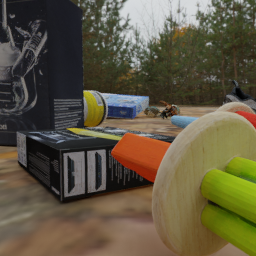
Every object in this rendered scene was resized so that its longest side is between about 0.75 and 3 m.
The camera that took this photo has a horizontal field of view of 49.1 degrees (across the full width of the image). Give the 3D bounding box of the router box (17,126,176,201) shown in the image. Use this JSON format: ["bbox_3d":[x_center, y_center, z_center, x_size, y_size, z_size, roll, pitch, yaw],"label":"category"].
[{"bbox_3d":[-0.365,0.246,2.851,1.188,0.395,1.511,-3,6,-32],"label":"router box"}]

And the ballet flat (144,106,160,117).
[{"bbox_3d":[1.139,-0.750,13.615,0.521,0.493,1.547,35,-1,-12],"label":"ballet flat"}]

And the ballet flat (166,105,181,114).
[{"bbox_3d":[2.614,-1.096,16.683,0.607,0.562,1.722,-2,5,-23],"label":"ballet flat"}]

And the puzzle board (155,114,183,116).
[{"bbox_3d":[1.951,-0.670,14.500,1.446,0.126,1.090,-1,4,-12],"label":"puzzle board"}]

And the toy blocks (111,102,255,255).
[{"bbox_3d":[0.560,0.180,1.524,1.407,0.613,1.688,-3,12,-32],"label":"toy blocks"}]

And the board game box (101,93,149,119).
[{"bbox_3d":[-0.631,-1.090,13.076,2.654,0.576,2.641,6,17,17],"label":"board game box"}]

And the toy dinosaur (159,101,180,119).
[{"bbox_3d":[1.697,-0.738,11.736,0.534,0.710,1.046,14,36,-45],"label":"toy dinosaur"}]

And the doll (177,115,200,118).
[{"bbox_3d":[2.194,-0.319,10.083,0.870,0.211,0.594,7,-2,3],"label":"doll"}]

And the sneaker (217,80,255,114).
[{"bbox_3d":[2.158,-0.431,6.019,0.649,1.168,1.669,-3,6,-33],"label":"sneaker"}]

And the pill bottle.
[{"bbox_3d":[-1.462,-0.470,7.245,1.036,1.036,1.814,4,7,36],"label":"pill bottle"}]

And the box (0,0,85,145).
[{"bbox_3d":[-2.294,-1.004,5.132,2.712,2.469,1.412,1,5,15],"label":"box"}]
